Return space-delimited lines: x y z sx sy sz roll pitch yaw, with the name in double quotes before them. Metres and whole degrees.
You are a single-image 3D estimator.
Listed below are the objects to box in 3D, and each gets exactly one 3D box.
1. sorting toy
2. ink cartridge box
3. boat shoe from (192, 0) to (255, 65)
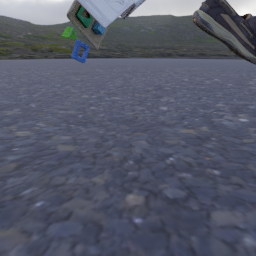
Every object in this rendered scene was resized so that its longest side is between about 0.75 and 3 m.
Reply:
"sorting toy" -0.649 -2.498 6.015 0.308 2.263 1.274 19 -11 29
"ink cartridge box" -0.596 -2.260 3.795 1.593 1.836 0.400 -53 12 -34
"boat shoe" 2.339 -1.952 5.712 2.144 0.786 0.799 26 21 -21
